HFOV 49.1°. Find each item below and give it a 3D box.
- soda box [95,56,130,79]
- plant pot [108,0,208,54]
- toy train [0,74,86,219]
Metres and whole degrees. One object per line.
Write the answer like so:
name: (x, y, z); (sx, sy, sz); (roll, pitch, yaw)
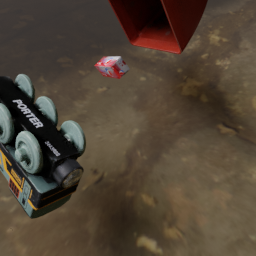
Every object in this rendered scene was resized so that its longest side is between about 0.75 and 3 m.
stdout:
soda box: (-0.428, -1.553, 7.149); (0.375, 0.414, 1.184); (-46, 27, -9)
plant pot: (0.825, -3.221, 6.847); (1.702, 1.929, 1.931); (-47, 43, -15)
toy train: (-1.891, 0.217, 4.988); (2.849, 1.624, 1.214); (41, 36, 24)
